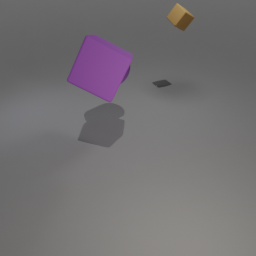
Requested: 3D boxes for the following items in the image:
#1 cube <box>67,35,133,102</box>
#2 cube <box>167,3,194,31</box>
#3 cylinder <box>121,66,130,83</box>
[{"bbox_3d":[-0.779,-1.814,8.361,1.400,1.400,1.400,26,18,-7],"label":"cube"},{"bbox_3d":[2.212,-4.661,11.814,0.700,0.700,0.700,5,45,-46],"label":"cube"},{"bbox_3d":[-0.825,-2.281,9.982,1.400,1.400,1.400,18,6,25],"label":"cylinder"}]
